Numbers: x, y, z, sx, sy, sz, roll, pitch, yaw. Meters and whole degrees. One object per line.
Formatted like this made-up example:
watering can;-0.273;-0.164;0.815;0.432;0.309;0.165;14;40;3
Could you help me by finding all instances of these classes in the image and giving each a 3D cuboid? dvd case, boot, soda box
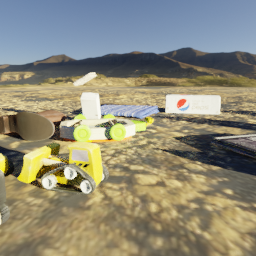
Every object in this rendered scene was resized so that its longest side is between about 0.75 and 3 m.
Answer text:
dvd case;3.453;0.474;6.287;1.933;0.208;2.600;-4;11;-19
boot;-2.503;-0.189;8.675;2.271;0.783;2.436;7;8;24
soda box;3.029;-1.125;13.183;2.459;0.838;0.783;3;11;14

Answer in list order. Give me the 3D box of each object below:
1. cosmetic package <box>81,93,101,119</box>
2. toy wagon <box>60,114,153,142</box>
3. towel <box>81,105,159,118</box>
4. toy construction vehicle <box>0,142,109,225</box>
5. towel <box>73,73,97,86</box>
cosmetic package;-1.363;-0.754;10.344;0.607;1.077;0.437;2;43;7
toy wagon;-0.576;-0.013;8.081;2.674;0.529;2.075;-1;11;-11
towel;-0.297;-0.740;12.804;2.968;0.354;2.149;3;13;26
toy construction vehicle;-1.923;0.530;3.927;2.701;0.951;2.351;4;11;19
towel;-1.587;-1.828;10.410;0.723;0.188;1.091;-30;7;10
